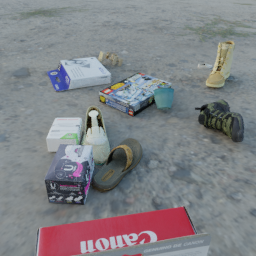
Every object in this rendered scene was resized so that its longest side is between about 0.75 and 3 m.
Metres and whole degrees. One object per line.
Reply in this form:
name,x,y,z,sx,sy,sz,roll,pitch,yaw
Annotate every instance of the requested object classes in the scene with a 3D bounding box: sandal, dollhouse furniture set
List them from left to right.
dollhouse furniture set,-1.066,-3.822,15.948,1.182,0.769,1.085,6,28,-32
sandal,-0.306,0.954,8.535,0.968,0.646,2.368,17,39,28

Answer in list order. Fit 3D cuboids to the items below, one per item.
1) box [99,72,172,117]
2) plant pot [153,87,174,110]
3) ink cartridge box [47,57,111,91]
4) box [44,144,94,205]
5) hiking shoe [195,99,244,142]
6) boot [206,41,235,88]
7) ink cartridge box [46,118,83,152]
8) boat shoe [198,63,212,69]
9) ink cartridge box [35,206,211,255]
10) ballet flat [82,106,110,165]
box,0.364,-1.580,12.439,1.929,0.562,2.818,26,41,31
plant pot,1.464,-1.170,11.446,0.837,0.787,0.837,0,-6,0
ink cartridge box,-2.603,-2.845,14.355,2.788,0.566,2.783,-13,36,-19
box,-1.574,1.246,7.878,1.038,0.901,1.571,2,34,3
hiking shoe,3.273,-0.184,10.188,1.308,0.984,2.598,-10,25,2
boot,4.521,-3.124,13.583,0.879,1.877,2.415,21,39,28
ink cartridge box,-2.156,0.212,9.713,0.988,0.570,1.358,0,31,0
boat shoe,4.291,-3.486,15.592,0.815,0.268,0.293,-2,34,-3
ink cartridge box,-0.142,2.339,4.897,2.706,2.376,1.135,-5,34,-9
ballet flat,-1.179,0.123,9.627,0.920,0.850,2.727,-6,34,-9
